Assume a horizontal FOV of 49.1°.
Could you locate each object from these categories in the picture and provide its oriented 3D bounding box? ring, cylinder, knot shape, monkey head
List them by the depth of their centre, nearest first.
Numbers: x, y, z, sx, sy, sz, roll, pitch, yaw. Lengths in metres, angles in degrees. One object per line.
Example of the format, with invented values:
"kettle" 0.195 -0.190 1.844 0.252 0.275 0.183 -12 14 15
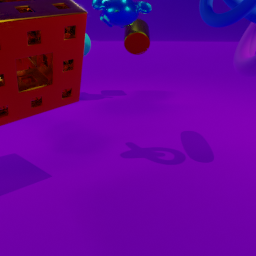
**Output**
"knot shape" 1.679 -2.084 4.061 1.338 1.252 0.618 27 56 26
"ring" 2.549 -1.695 4.894 0.364 1.820 1.820 30 17 -9
"monkey head" -0.286 -4.033 9.205 1.958 1.409 1.180 -3 -3 -16
"cylinder" 0.334 -3.393 10.423 0.956 0.956 0.956 0 50 1

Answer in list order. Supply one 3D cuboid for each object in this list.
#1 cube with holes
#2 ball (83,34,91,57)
"cube with holes" -1.480 -1.040 3.579 1.306 1.306 1.306 -23 54 -35
"ball" -1.815 -2.978 9.945 0.980 0.980 0.980 0 19 0
